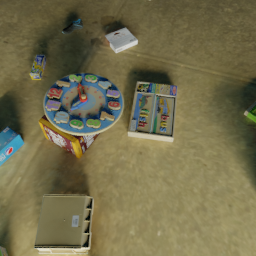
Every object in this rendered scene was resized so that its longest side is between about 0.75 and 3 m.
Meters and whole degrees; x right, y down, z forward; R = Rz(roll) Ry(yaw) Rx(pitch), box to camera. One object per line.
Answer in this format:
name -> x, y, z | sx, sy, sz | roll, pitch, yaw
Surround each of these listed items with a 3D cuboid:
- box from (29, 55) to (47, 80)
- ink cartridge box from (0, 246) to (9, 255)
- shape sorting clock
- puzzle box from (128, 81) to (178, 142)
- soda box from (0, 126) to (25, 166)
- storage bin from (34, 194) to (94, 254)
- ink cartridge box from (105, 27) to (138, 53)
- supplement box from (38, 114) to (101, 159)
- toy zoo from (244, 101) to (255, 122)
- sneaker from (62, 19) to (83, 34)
box -> -4.205, -2.869, 13.171 | 0.448, 0.411, 1.279 | 3, 57, 2
ink cartridge box -> -3.873, 3.942, 8.338 | 0.385, 1.016, 0.751 | -27, 61, -17
shape sorting clock -> -1.624, -1.003, 10.398 | 2.962, 0.581, 2.962 | 1, 55, -1
puzzle box -> 1.099, -0.761, 11.819 | 1.856, 0.355, 2.790 | 7, 57, 4
soda box -> -4.963, 0.970, 10.470 | 0.669, 0.707, 2.085 | 32, 62, 19
storage bin -> -1.994, 3.079, 9.050 | 1.690, 0.798, 1.702 | 1, 56, 0
ink cartridge box -> -0.352, -4.494, 14.302 | 1.312, 0.293, 1.156 | -27, 62, -17
supplement box -> -2.106, -0.149, 10.912 | 1.769, 1.191, 1.793 | 28, 61, 17
toy zoo -> 6.527, -0.328, 11.573 | 1.837, 0.287, 2.800 | -38, 64, -22
sneaker -> -2.947, -5.367, 14.762 | 1.215, 0.498, 0.445 | -32, 63, -19
